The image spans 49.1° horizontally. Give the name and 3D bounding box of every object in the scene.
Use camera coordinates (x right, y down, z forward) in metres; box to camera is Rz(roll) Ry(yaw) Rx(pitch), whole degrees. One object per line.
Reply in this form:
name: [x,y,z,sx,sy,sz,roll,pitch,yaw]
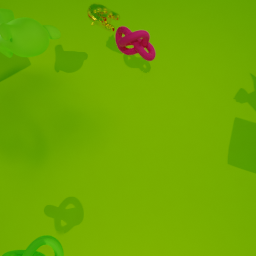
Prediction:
knot shape: [0.145,-1.916,6.258,1.079,1.009,0.498,24,93,5]
monkey head: [-2.227,-2.043,5.854,0.962,1.597,1.149,-12,100,32]
knot shape: [-1.785,2.627,5.495,1.103,0.545,1.179,-27,45,-37]
cow figurine: [-0.668,-2.642,6.605,0.998,1.015,0.557,34,105,30]
